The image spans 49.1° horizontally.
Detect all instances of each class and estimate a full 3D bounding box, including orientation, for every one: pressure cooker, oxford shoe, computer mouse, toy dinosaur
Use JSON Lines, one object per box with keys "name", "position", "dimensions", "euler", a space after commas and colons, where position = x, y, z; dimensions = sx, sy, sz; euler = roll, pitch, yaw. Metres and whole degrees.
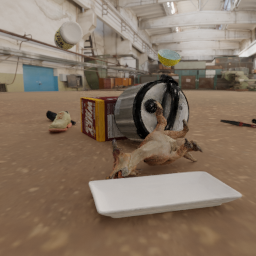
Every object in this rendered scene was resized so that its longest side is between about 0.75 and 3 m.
{"name": "pressure cooker", "position": [0.753, -0.444, 8.448], "dimensions": [1.923, 1.894, 2.153], "euler": [-31, 13, -24]}
{"name": "oxford shoe", "position": [-2.777, -0.284, 11.328], "dimensions": [0.706, 0.736, 1.994], "euler": [0, 10, -2]}
{"name": "computer mouse", "position": [-3.243, -0.404, 13.357], "dimensions": [0.717, 0.416, 2.445], "euler": [24, -3, -40]}
{"name": "toy dinosaur", "position": [0.570, 0.523, 6.255], "dimensions": [1.735, 1.099, 2.560], "euler": [-39, -29, 20]}

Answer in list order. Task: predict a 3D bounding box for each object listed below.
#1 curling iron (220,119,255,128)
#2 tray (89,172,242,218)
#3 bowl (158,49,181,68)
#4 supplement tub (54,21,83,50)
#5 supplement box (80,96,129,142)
{"name": "curling iron", "position": [4.988, -0.244, 12.360], "dimensions": [1.832, 0.454, 0.234], "euler": [3, -35, 41]}
{"name": "tray", "position": [0.555, 1.112, 4.700], "dimensions": [2.304, 0.256, 1.237], "euler": [-3, 9, -14]}
{"name": "bowl", "position": [1.949, -3.303, 13.604], "dimensions": [1.136, 0.611, 1.136], "euler": [8, 38, -6]}
{"name": "supplement tub", "position": [-1.766, -2.669, 8.172], "dimensions": [0.654, 0.654, 0.902], "euler": [-6, 1, -30]}
{"name": "supplement box", "position": [-0.483, -0.435, 10.349], "dimensions": [2.063, 1.370, 2.035], "euler": [-5, 11, -26]}
